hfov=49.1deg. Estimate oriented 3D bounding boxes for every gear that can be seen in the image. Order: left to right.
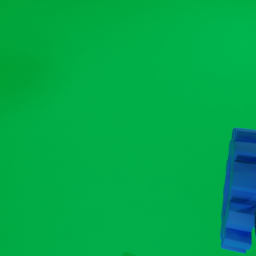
[{"bbox_3d":[1.220,0.655,3.092,0.240,1.300,1.300,7,55,17],"label":"gear"}]

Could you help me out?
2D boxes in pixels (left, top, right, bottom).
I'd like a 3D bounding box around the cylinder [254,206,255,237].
[{"bbox_3d":[1.713,0.716,1.922,1.134,1.134,1.134,0,52,-28],"label":"cylinder"}]
